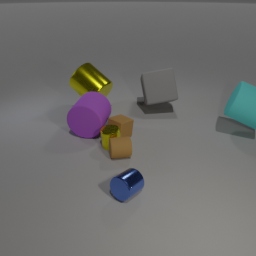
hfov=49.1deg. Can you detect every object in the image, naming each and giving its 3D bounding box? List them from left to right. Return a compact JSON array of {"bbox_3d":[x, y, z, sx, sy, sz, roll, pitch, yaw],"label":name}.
[{"bbox_3d":[-1.491,-0.533,10.980,1.400,1.400,1.400,5,30,10],"label":"cylinder"},{"bbox_3d":[-1.624,-1.916,12.378,1.400,1.400,1.400,42,40,9],"label":"cylinder"},{"bbox_3d":[-0.616,0.338,10.082,0.700,0.700,0.700,-3,31,2],"label":"cylinder"},{"bbox_3d":[-0.265,0.662,9.499,0.700,0.700,0.700,-4,28,-10],"label":"cylinder"},{"bbox_3d":[-0.291,-0.040,10.751,0.700,0.700,0.700,24,29,35],"label":"cube"},{"bbox_3d":[-0.022,1.549,7.733,0.700,0.700,0.700,20,26,33],"label":"cylinder"},{"bbox_3d":[1.392,-1.830,12.807,1.400,1.400,1.400,-10,2,0],"label":"cube"},{"bbox_3d":[4.560,-0.832,10.480,1.400,1.400,1.400,26,33,7],"label":"cylinder"}]
